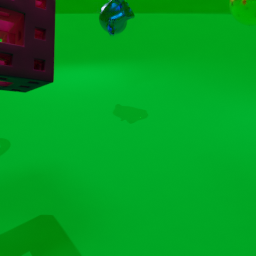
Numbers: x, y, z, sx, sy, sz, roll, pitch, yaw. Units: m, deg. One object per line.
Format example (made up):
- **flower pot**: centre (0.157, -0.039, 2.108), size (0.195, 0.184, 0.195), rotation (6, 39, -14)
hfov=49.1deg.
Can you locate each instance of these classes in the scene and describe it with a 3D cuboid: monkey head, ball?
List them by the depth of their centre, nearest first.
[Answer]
- **ball**: centre (2.543, -2.561, 5.626), size (0.951, 0.951, 0.951), rotation (0, 24, 0)
- **monkey head**: centre (-0.502, -3.649, 8.783), size (1.093, 1.304, 1.813), rotation (-31, 42, 14)

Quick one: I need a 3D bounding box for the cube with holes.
- **cube with holes**: centre (-1.817, -1.218, 3.848), size (1.214, 1.214, 1.214), rotation (2, -2, -37)
